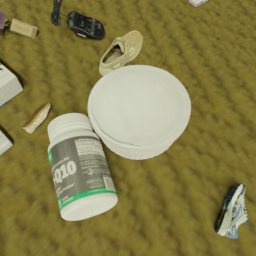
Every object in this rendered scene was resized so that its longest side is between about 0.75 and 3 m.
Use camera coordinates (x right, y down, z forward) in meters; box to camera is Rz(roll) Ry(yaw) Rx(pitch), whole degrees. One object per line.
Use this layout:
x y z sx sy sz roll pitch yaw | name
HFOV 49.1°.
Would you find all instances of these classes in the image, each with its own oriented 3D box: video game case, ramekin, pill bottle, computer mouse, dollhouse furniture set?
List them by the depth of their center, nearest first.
-1.285 0.963 7.361 1.431 1.431 2.531 -16 61 -9 | pill bottle
0.297 -0.373 8.176 2.831 1.318 2.831 0 61 -1 | ramekin
-5.416 0.556 8.218 2.716 0.353 2.984 40 69 20 | video game case
-1.826 -4.030 10.175 2.075 0.478 1.457 7 75 -33 | computer mouse
-4.347 -3.640 10.722 1.594 1.263 1.131 17 17 -15 | dollhouse furniture set

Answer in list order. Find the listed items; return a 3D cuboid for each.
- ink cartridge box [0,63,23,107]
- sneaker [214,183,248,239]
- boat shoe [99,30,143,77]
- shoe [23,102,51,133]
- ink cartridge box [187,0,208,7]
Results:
-4.614 -1.554 9.158 1.820 0.767 1.329 37 67 19 | ink cartridge box
2.790 2.162 7.265 0.634 0.574 1.489 29 72 4 | sneaker
-0.208 -2.756 9.838 0.845 0.761 2.343 30 65 16 | boat shoe
-2.802 -0.337 8.772 0.416 0.318 1.190 3 49 43 | shoe
2.998 -5.461 11.691 0.980 0.206 0.585 -34 66 -14 | ink cartridge box
